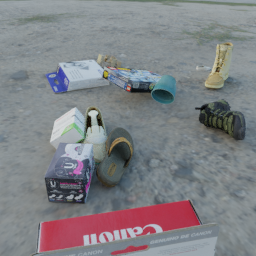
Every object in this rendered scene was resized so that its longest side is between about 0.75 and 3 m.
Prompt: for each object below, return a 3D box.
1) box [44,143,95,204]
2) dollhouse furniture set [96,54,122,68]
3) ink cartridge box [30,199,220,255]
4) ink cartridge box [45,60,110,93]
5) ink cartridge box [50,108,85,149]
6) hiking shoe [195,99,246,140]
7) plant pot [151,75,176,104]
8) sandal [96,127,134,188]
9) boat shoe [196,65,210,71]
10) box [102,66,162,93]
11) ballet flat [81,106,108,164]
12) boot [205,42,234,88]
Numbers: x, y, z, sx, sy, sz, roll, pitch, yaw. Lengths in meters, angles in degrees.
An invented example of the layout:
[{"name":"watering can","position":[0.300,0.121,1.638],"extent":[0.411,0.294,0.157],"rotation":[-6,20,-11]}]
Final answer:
[{"name":"box","position":[-1.538,1.181,7.723],"extent":[1.038,0.901,1.571],"rotation":[2,32,3]},{"name":"dollhouse furniture set","position":[-1.146,-3.665,15.934],"extent":[1.182,0.769,1.085],"rotation":[6,26,-32]},{"name":"ink cartridge box","position":[-0.069,2.181,4.728],"extent":[2.706,2.376,1.135],"rotation":[-6,32,-10]},{"name":"ink cartridge box","position":[-2.660,-2.722,14.299],"extent":[2.788,0.566,2.783],"rotation":[-13,34,-20]},{"name":"ink cartridge box","position":[-2.012,0.047,9.470],"extent":[0.988,0.570,1.358],"rotation":[-31,30,13]},{"name":"hiking shoe","position":[3.281,-0.222,10.122],"extent":[1.308,0.984,2.598],"rotation":[-10,23,1]},{"name":"plant pot","position":[1.319,-1.404,9.860],"extent":[0.837,0.837,0.787],"rotation":[11,61,17]},{"name":"sandal","position":[-0.288,0.727,8.369],"extent":[0.968,0.646,2.368],"rotation":[34,36,-5]},{"name":"boat shoe","position":[4.216,-3.374,15.624],"extent":[0.815,0.268,0.293],"rotation":[-2,32,-3]},{"name":"box","position":[0.533,-2.123,12.465],"extent":[2.818,0.562,1.929],"rotation":[-6,31,-43]},{"name":"ballet flat","position":[-1.170,0.107,9.502],"extent":[0.920,0.850,2.727],"rotation":[-6,33,-10]},{"name":"boot","position":[4.469,-3.069,13.609],"extent":[0.879,1.877,2.415],"rotation":[19,37,28]}]
